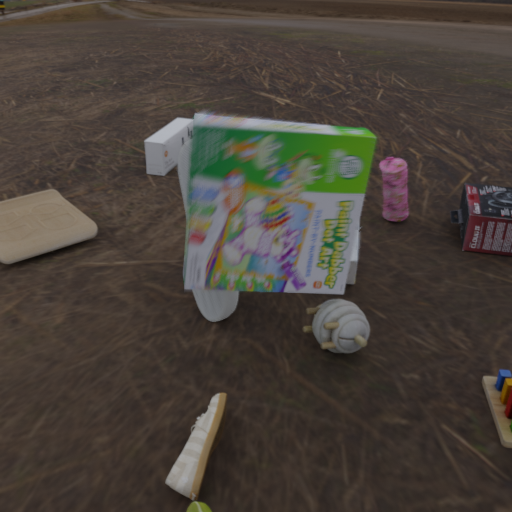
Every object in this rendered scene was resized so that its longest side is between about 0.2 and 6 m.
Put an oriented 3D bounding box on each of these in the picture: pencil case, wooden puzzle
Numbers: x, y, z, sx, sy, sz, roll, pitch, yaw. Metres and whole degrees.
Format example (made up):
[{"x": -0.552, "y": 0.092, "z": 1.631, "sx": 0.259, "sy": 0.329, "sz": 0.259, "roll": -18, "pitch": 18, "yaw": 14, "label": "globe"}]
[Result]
[{"x": 3.101, "y": -1.480, "z": 12.561, "sx": 0.605, "sy": 1.462, "sz": 0.633, "roll": -38, "pitch": 45, "yaw": -26, "label": "pencil case"}, {"x": -4.844, "y": -0.596, "z": 12.151, "sx": 2.093, "sy": 0.523, "sz": 2.260, "roll": -22, "pitch": 41, "yaw": -33, "label": "wooden puzzle"}]

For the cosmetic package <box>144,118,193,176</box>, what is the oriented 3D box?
[{"x": -2.444, "y": -3.195, "z": 16.201, "sx": 0.596, "sy": 0.972, "sz": 2.356, "roll": 7, "pitch": 31, "yaw": 14, "label": "cosmetic package"}]

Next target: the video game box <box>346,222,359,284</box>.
[{"x": 1.707, "y": -0.241, "z": 10.192, "sx": 0.309, "sy": 1.318, "sz": 1.201, "roll": 1, "pitch": 69, "yaw": 8, "label": "video game box"}]

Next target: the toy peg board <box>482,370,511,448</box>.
[{"x": 3.872, "y": 1.938, "z": 7.525, "sx": 1.259, "sy": 0.616, "sz": 1.254, "roll": 4, "pitch": 30, "yaw": 6, "label": "toy peg board"}]

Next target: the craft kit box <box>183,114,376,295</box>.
[{"x": 0.252, "y": -0.651, "z": 8.012, "sx": 2.451, "sy": 2.482, "sz": 0.602, "roll": 1, "pitch": 26, "yaw": -12, "label": "craft kit box"}]

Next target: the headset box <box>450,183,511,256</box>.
[{"x": 5.404, "y": -0.766, "z": 11.981, "sx": 2.361, "sy": 0.912, "sz": 1.757, "roll": 6, "pitch": 30, "yaw": 13, "label": "headset box"}]

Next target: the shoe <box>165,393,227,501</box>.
[{"x": -0.694, "y": 2.281, "z": 6.997, "sx": 0.410, "sy": 0.537, "sz": 1.537, "roll": 12, "pitch": 33, "yaw": 7, "label": "shoe"}]

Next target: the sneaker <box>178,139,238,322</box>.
[{"x": -0.307, "y": -0.467, "z": 9.970, "sx": 1.795, "sy": 3.106, "sz": 1.144, "roll": -3, "pitch": -3, "yaw": -44, "label": "sneaker"}]

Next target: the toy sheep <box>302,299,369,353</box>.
[{"x": 1.298, "y": 1.110, "z": 8.728, "sx": 0.920, "sy": 0.920, "sz": 1.334, "roll": -11, "pitch": 26, "yaw": -19, "label": "toy sheep"}]

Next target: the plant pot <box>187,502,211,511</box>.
[{"x": 0.942, "y": 3.249, "z": 3.270, "sx": 3.009, "sy": 3.125, "sz": 3.125, "roll": 9, "pitch": 28, "yaw": -10, "label": "plant pot"}]
